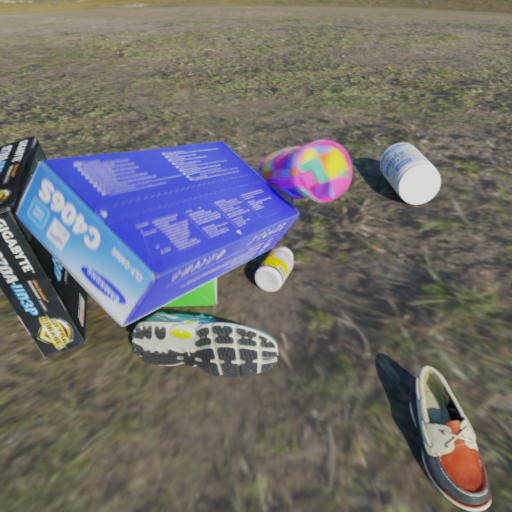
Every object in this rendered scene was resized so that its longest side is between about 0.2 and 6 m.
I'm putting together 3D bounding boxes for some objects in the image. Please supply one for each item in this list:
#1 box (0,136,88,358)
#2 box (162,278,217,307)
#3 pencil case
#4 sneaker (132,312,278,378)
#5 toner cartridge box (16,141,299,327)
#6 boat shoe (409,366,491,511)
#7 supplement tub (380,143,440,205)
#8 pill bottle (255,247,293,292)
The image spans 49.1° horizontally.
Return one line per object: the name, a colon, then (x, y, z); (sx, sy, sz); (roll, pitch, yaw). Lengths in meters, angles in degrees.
box: (-3.441, -0.269, 8.861); (0.695, 2.400, 3.019); (-19, 32, -3)
box: (-1.610, 0.100, 9.810); (1.848, 0.893, 1.630); (-1, 33, -2)
pencil case: (0.785, -1.470, 10.093); (1.109, 1.109, 2.509); (-9, 6, -14)
sneaker: (-0.711, 1.149, 8.154); (2.167, 0.840, 0.863); (8, 23, 13)
toner cartridge box: (-1.123, -0.640, 8.542); (2.085, 0.948, 4.390); (43, 28, 11)
boat shoe: (2.286, 2.120, 6.688); (0.647, 0.569, 1.818); (0, 32, -4)
supplement tub: (3.591, -1.959, 13.177); (1.015, 1.015, 1.538); (-3, 30, -5)
pill bottle: (0.354, 0.210, 9.985); (0.506, 0.506, 0.927); (11, 32, 18)
